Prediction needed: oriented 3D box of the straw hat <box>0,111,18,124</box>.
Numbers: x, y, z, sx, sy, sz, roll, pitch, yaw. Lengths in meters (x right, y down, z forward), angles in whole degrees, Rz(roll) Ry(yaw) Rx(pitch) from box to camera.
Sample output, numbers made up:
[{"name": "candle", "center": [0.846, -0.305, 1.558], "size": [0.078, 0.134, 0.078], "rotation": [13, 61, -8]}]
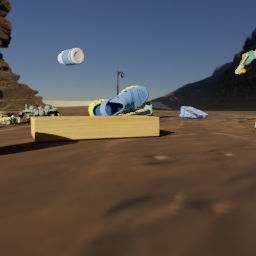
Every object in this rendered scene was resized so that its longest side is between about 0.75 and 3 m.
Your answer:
[{"name": "straw hat", "center": [-4.411, -0.362, 9.998], "size": [0.993, 0.420, 0.993], "rotation": [6, 0, 0]}]

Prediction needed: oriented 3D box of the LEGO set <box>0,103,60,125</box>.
[{"name": "LEGO set", "center": [-3.477, -0.565, 10.291], "size": [1.775, 0.775, 2.733], "rotation": [1, 4, 9]}]

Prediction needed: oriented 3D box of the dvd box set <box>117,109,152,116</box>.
[{"name": "dvd box set", "center": [0.152, -0.670, 13.492], "size": [1.278, 0.257, 1.747], "rotation": [-16, 11, -24]}]

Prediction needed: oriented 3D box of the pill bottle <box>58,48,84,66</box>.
[{"name": "pill bottle", "center": [-2.196, -2.682, 10.639], "size": [1.056, 0.592, 0.592], "rotation": [6, 7, 43]}]

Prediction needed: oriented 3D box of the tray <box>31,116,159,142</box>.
[{"name": "tray", "center": [-0.664, -0.024, 5.504], "size": [2.294, 0.425, 1.131], "rotation": [-1, 4, -22]}]

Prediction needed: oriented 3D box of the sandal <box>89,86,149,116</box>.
[{"name": "sandal", "center": [-0.315, -1.073, 12.907], "size": [2.924, 1.162, 1.273], "rotation": [-26, 17, -10]}]

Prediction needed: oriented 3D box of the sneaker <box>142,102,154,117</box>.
[{"name": "sneaker", "center": [0.817, -0.890, 14.090], "size": [0.526, 0.864, 1.323], "rotation": [-4, 5, -36]}]

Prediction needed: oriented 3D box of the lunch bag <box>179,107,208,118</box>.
[{"name": "lunch bag", "center": [3.531, -0.727, 14.885], "size": [1.284, 0.604, 0.967], "rotation": [20, 16, 41]}]

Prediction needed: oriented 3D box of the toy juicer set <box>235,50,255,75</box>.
[{"name": "toy juicer set", "center": [3.432, -1.939, 8.273], "size": [1.235, 0.786, 0.336], "rotation": [-20, 61, -45]}]
